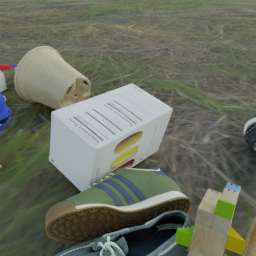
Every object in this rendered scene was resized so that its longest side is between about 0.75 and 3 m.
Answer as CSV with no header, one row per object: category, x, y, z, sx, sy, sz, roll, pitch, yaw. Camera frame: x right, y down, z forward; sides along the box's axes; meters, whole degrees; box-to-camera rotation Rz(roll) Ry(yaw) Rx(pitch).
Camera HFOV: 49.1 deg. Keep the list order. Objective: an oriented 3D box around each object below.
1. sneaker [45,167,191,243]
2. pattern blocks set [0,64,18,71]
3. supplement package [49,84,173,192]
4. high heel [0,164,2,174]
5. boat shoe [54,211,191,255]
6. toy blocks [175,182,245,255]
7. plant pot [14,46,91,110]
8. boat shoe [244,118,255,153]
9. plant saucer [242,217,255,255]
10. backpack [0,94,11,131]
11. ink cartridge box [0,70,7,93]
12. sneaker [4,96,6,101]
sneaker,-0.217,1.240,4.988,2.469,0.828,1.108,-4,32,-19
pattern blocks set,-3.396,-2.088,10.574,2.676,0.217,2.352,13,15,14
supplement package,-0.338,0.133,5.909,1.254,1.302,2.289,36,42,26
high heel,-3.781,-0.087,5.981,2.707,1.929,0.966,18,25,19
boat shoe,-0.160,1.780,4.115,2.448,0.756,0.891,-9,32,-15
toy blocks,1.229,1.499,4.046,0.811,1.623,1.109,15,19,24
plant pot,-2.154,-1.305,8.569,1.709,1.866,1.866,31,41,24
boat shoe,4.179,0.315,6.433,2.797,1.058,0.844,-2,30,17
plant saucer,2.756,1.813,2.903,0.530,2.995,2.995,34,8,-38
backpack,-3.285,-0.202,5.998,1.086,1.051,1.294,40,49,-6
ink cartridge box,-5.208,-1.408,9.486,1.255,0.756,1.728,6,28,10
sneaker,-4.323,-0.626,8.316,0.804,0.605,1.719,0,27,11
